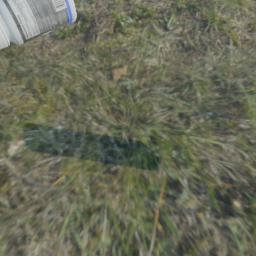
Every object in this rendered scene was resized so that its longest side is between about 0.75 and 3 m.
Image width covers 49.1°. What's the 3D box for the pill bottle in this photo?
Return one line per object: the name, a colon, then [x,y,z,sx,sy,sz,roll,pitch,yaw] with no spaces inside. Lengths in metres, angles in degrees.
pill bottle: [-2.308,-2.612,6.381,2.000,1.138,1.138,-30,57,-15]
